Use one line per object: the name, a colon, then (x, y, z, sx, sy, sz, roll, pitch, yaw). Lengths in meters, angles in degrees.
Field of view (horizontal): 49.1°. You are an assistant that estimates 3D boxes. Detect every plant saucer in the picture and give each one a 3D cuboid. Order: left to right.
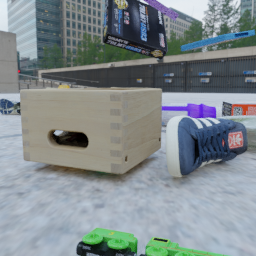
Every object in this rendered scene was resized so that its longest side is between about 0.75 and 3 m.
plant saucer: (2.959, 0.112, 5.985, 2.221, 0.558, 2.221, 0, 8, 0)

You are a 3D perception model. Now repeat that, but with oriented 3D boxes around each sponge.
sponge: (0.830, -4.291, 9.548, 1.796, 0.268, 1.002, 18, 27, -31)

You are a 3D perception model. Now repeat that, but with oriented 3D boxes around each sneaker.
sneaker: (-4.975, -0.879, 12.581, 1.869, 0.720, 0.796, 11, 2, 19)
sneaker: (1.314, 0.200, 4.367, 0.980, 0.869, 2.319, 0, 7, 28)

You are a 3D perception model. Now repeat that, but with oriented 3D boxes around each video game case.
video game case: (3.230, -3.124, 9.983, 1.691, 0.210, 2.363, -2, 16, 46)

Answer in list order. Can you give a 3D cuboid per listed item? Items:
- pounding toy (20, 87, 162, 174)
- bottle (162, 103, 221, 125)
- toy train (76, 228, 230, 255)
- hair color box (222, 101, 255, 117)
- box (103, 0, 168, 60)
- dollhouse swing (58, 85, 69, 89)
pounding toy: (-0.607, -0.120, 5.193, 2.401, 1.251, 2.733, 4, 9, 24)
bottle: (1.788, -0.428, 8.928, 2.221, 0.725, 0.928, 1, 2, 6)
toy train: (0.276, 0.901, 1.885, 1.310, 0.273, 0.369, 3, -1, 19)
hair color box: (4.515, -0.493, 9.286, 2.468, 0.756, 1.253, 2, 9, 5)
box: (0.284, -3.922, 10.673, 2.388, 2.406, 0.598, 11, -31, -19)
dollhouse swing: (-3.711, -1.457, 13.820, 1.354, 1.310, 1.490, -6, 11, -34)
